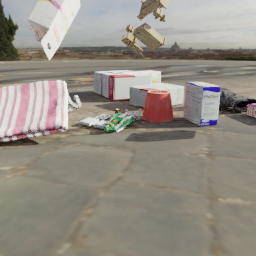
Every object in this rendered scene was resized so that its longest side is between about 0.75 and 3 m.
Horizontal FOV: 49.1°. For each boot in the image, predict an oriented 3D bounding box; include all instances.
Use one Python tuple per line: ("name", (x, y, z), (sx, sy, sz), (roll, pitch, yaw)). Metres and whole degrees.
("boot", (3.459, -1.026, 10.390), (2.424, 0.846, 1.596), (-12, 24, -23))

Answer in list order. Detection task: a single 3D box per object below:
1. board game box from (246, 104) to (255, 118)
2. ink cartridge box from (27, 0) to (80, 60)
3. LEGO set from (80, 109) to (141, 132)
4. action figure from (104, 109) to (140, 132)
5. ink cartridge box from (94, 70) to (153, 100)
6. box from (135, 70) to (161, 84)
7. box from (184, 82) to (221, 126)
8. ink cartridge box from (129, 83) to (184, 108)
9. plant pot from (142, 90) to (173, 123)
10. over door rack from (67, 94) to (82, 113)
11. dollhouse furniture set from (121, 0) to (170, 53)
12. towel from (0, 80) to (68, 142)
("board game box", (5.135, -0.538, 9.363), (1.752, 0.406, 1.327), (-5, 17, -16))
("ink cartridge box", (-2.278, -3.307, 8.440), (0.736, 2.182, 1.271), (23, -12, 2))
("LEGO set", (-0.457, -0.383, 8.884), (1.349, 0.443, 1.806), (12, 20, 25))
("action figure", (-0.284, -0.188, 8.129), (0.757, 0.350, 1.281), (15, 31, 28))
("ink cartridge box", (-0.317, -2.102, 13.362), (1.930, 1.108, 2.658), (-8, 18, -25))
("box", (0.951, -2.703, 15.678), (1.677, 0.943, 0.850), (-11, 20, -34))
("box", (2.289, -0.778, 8.772), (0.633, 1.206, 1.109), (-5, 17, -16))
("ink cartridge box", (1.178, -1.325, 11.381), (1.834, 0.759, 1.336), (-12, 21, -36))
("plant pot", (0.993, -0.748, 9.200), (1.043, 0.923, 1.043), (0, 16, 0))
("over door rack", (-2.828, -0.765, 8.759), (1.795, 0.809, 2.429), (-29, 30, -30))
("dollhouse furniture set", (0.916, -4.125, 10.501), (1.059, 2.169, 1.850), (28, -24, -34))
("towel", (-3.073, -0.500, 7.401), (2.950, 0.441, 2.159), (-8, 43, -7))
